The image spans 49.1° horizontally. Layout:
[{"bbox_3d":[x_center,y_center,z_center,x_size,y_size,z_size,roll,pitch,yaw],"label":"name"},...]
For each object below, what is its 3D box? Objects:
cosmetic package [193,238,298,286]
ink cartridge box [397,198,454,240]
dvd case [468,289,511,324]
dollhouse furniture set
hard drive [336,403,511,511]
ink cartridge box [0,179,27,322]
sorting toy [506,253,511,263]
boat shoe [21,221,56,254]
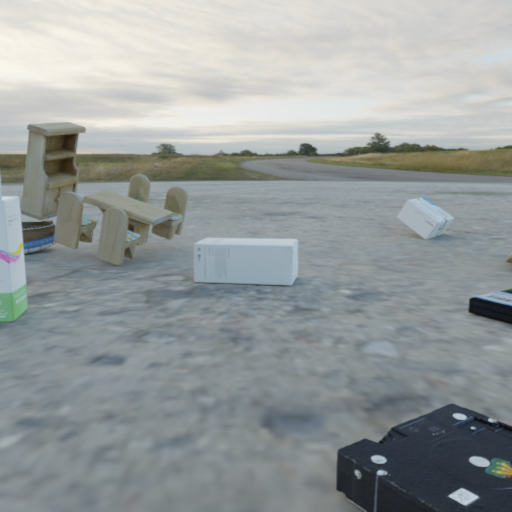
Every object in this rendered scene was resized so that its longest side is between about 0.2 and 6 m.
[{"bbox_3d":[-0.115,0.054,7.316,1.276,0.541,0.686,3,9,12],"label":"cosmetic package"},{"bbox_3d":[3.545,-0.800,11.733,0.808,0.467,1.107,42,29,23],"label":"ink cartridge box"},{"bbox_3d":[3.433,0.513,5.663,2.117,0.186,1.510,-6,12,-34],"label":"dvd case"},{"bbox_3d":[-2.551,-1.159,9.326,2.373,1.544,2.180,19,20,13],"label":"dollhouse furniture set"},{"bbox_3d":[1.093,1.035,2.313,0.904,0.245,1.294,-7,11,-36],"label":"hard drive"},{"bbox_3d":[-2.787,-0.128,5.481,0.877,1.497,0.504,-1,9,-5],"label":"ink cartridge box"},{"bbox_3d":[4.695,0.113,8.008,1.951,0.261,1.453,5,6,29],"label":"sorting toy"},{"bbox_3d":[-4.713,-0.509,9.192,2.855,1.033,1.031,-6,11,-32],"label":"boat shoe"}]
